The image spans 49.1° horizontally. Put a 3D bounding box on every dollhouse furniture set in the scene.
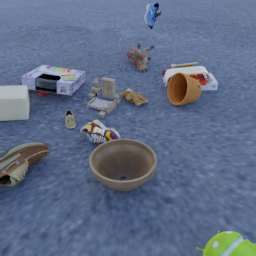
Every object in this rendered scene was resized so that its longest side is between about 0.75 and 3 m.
[{"bbox_3d":[-1.261,-1.362,11.687,1.547,0.886,1.814,15,37,22],"label":"dollhouse furniture set"}]

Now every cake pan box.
[{"bbox_3d":[-3.319,-2.194,12.733,2.217,0.630,2.408,8,26,6],"label":"cake pan box"}]

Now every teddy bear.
[{"bbox_3d":[0.270,-1.361,12.098,0.938,0.432,1.293,-13,36,-22],"label":"teddy bear"}]

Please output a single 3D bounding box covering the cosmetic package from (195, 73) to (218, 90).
[{"bbox_3d":[3.333,-2.214,13.366,1.584,0.409,1.194,0,36,0],"label":"cosmetic package"}]

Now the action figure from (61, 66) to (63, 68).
[{"bbox_3d":[-3.443,-2.925,14.412,0.863,0.440,0.513,5,45,4],"label":"action figure"}]

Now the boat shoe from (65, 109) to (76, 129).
[{"bbox_3d":[-2.233,-0.351,10.668,0.384,0.344,1.037,-12,36,-17],"label":"boat shoe"}]

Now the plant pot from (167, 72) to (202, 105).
[{"bbox_3d":[2.440,-1.608,11.812,0.948,1.355,1.355,2,30,-28],"label":"plant pot"}]

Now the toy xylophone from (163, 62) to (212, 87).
[{"bbox_3d":[2.750,-2.510,13.102,2.258,0.567,1.653,0,33,11],"label":"toy xylophone"}]

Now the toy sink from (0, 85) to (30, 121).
[{"bbox_3d":[-4.859,-0.944,10.961,1.817,1.018,1.185,-4,34,-15],"label":"toy sink"}]

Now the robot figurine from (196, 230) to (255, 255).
[{"bbox_3d":[2.243,2.792,5.368,1.619,1.068,1.845,-22,41,-31],"label":"robot figurine"}]

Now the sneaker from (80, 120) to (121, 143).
[{"bbox_3d":[-0.929,0.308,9.512,0.774,0.644,1.718,-28,36,-29],"label":"sneaker"}]

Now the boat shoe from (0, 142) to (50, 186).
[{"bbox_3d":[-3.416,1.219,7.974,2.634,0.997,0.973,-23,71,-42],"label":"boat shoe"}]

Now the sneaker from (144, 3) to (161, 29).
[{"bbox_3d":[1.092,-4.905,12.105,0.611,0.538,1.370,-12,61,37],"label":"sneaker"}]

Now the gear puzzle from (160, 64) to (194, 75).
[{"bbox_3d":[2.792,-3.149,14.869,2.077,0.272,1.076,-25,41,-32],"label":"gear puzzle"}]

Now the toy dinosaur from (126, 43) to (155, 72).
[{"bbox_3d":[0.450,-3.982,15.561,1.578,0.999,2.328,-30,38,-27],"label":"toy dinosaur"}]

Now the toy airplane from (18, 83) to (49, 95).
[{"bbox_3d":[-4.234,-1.902,12.977,1.789,0.329,1.789,4,29,-2],"label":"toy airplane"}]

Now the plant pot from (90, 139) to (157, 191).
[{"bbox_3d":[-0.130,1.176,7.956,1.855,0.856,1.855,0,33,0],"label":"plant pot"}]
